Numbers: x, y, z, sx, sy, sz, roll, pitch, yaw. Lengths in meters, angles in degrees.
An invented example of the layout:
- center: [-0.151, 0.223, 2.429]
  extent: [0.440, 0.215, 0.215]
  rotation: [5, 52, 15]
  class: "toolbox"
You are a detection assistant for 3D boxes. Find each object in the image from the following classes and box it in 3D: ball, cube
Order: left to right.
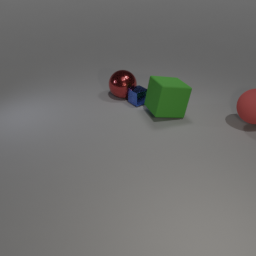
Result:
- center: [-0.260, -2.175, 13.890]
  extent: [1.400, 1.400, 1.400]
  rotation: [0, 30, 0]
  class: "ball"
- center: [0.479, -1.544, 13.382]
  extent: [0.700, 0.700, 0.700]
  rotation: [-21, 37, -30]
  class: "cube"
- center: [1.700, -1.363, 12.203]
  extent: [1.400, 1.400, 1.400]
  rotation: [0, 28, -20]
  class: "cube"
- center: [5.030, -0.851, 11.053]
  extent: [1.400, 1.400, 1.400]
  rotation: [0, 30, 0]
  class: "ball"
